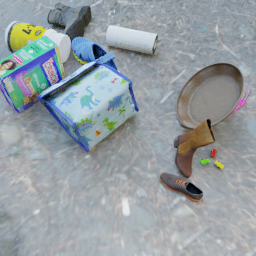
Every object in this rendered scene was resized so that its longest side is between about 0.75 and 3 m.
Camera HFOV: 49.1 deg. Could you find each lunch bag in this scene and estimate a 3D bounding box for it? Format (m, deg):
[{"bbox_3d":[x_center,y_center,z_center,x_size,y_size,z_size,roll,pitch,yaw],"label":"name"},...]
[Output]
[{"bbox_3d":[-1.534,-1.102,10.005,2.543,1.906,2.991,-37,50,-17],"label":"lunch bag"}]

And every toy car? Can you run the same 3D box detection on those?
[{"bbox_3d":[2.779,1.108,9.478,0.716,0.170,0.761,-11,57,-7],"label":"toy car"}]

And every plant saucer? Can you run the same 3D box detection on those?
[{"bbox_3d":[2.908,-1.076,9.900,2.657,0.486,2.657,-31,42,33],"label":"plant saucer"}]

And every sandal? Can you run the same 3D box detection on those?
[{"bbox_3d":[-1.323,-3.037,11.536,1.148,1.257,2.888,-39,63,-20],"label":"sandal"}]

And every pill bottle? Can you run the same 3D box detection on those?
[{"bbox_3d":[-3.745,-3.568,11.791,2.406,1.375,1.375,16,58,10],"label":"pill bottle"}]

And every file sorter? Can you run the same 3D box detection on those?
[{"bbox_3d":[3.825,-1.172,10.564,1.309,0.821,0.910,-33,62,-19],"label":"file sorter"}]

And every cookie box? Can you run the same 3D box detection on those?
[{"bbox_3d":[-3.566,-1.964,10.382,0.876,1.994,2.331,40,65,20],"label":"cookie box"}]

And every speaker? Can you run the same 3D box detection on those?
[{"bbox_3d":[0.144,-3.858,12.268,2.185,0.887,0.887,14,58,10],"label":"speaker"}]

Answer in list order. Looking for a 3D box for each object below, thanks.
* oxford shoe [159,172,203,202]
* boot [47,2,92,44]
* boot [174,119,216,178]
[{"bbox_3d":[1.684,1.758,8.829,1.497,0.543,0.533,25,60,15],"label":"oxford shoe"},{"bbox_3d":[-2.924,-4.835,12.988,1.832,0.971,2.782,9,47,9],"label":"boot"},{"bbox_3d":[2.171,0.677,8.774,0.541,1.581,1.489,18,57,-28],"label":"boot"}]
